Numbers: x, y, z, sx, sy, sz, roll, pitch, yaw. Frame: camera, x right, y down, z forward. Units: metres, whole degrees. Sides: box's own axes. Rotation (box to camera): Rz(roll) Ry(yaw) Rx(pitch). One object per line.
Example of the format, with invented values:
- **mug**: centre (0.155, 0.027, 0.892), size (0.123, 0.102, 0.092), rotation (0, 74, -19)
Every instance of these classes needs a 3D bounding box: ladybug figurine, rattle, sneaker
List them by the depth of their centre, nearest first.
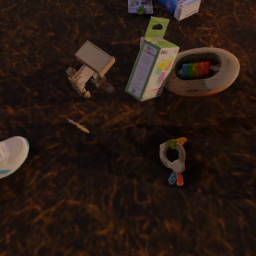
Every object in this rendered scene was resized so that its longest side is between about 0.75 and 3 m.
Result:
- **sneaker**: centre (-4.564, 1.085, 8.923), size (2.853, 1.152, 1.091), rotation (-29, 64, -16)
- **rattle**: centre (1.708, 1.118, 9.434), size (0.964, 1.057, 1.480), rotation (-26, 78, 21)
- **ladybug figurine**: centre (2.558, -1.955, 10.342), size (2.922, 1.051, 1.984), rotation (3, 65, 25)

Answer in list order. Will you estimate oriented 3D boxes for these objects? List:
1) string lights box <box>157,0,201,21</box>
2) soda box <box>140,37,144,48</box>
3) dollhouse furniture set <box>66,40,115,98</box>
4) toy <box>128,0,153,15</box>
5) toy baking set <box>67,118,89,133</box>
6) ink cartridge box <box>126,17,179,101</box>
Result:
- **string lights box**: centre (2.162, -6.097, 13.086), size (1.163, 0.667, 2.263), rotation (-31, 66, -18)
- **soda box**: centre (0.755, -3.014, 11.502), size (0.493, 0.522, 1.541), rotation (1, 61, 0)
- **dollhouse furniture set**: centre (-1.022, -1.470, 8.529), size (0.937, 2.117, 1.097), rotation (36, 79, 11)
- **toy**: centre (0.581, -6.216, 13.275), size (1.136, 0.466, 1.972), rotation (0, 62, -3)
- **toy baking set**: centre (-1.669, -0.070, 9.304), size (0.643, 0.838, 0.098), rotation (31, 89, 40)
- **ink cartridge box**: centre (0.928, -2.256, 9.358), size (0.762, 2.571, 1.335), rotation (34, 31, 23)
